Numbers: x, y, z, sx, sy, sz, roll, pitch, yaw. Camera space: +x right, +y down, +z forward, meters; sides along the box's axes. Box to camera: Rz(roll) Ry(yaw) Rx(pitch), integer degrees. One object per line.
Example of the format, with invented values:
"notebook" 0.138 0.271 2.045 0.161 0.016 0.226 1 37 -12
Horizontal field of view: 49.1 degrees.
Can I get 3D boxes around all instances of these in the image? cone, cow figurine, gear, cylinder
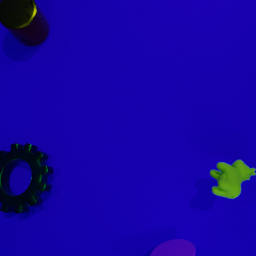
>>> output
"cone" 1.397 4.024 7.751 1.278 1.278 1.283 -18 97 -2
"cow figurine" 2.962 1.436 7.789 1.294 0.722 1.315 20 43 -8
"gear" -3.212 1.470 8.299 2.030 0.375 2.030 -4 74 16
"cylinder" -3.209 -3.343 8.703 1.192 1.192 1.192 -1 81 4
